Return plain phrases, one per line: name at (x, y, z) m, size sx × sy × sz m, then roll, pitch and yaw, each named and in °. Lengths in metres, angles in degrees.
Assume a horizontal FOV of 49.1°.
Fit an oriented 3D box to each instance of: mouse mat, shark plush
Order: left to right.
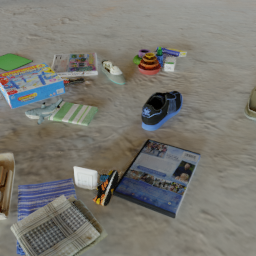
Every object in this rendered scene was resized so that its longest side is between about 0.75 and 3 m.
mouse mat at (-6.693, -3.722, 15.762) m, size 2.177 × 0.082 × 1.752 m, roll 23°, pitch 42°, yaw 26°
shark plush at (-3.185, -0.716, 10.882) m, size 1.486 × 0.619 × 0.675 m, roll -21°, pitch 41°, yaw 4°

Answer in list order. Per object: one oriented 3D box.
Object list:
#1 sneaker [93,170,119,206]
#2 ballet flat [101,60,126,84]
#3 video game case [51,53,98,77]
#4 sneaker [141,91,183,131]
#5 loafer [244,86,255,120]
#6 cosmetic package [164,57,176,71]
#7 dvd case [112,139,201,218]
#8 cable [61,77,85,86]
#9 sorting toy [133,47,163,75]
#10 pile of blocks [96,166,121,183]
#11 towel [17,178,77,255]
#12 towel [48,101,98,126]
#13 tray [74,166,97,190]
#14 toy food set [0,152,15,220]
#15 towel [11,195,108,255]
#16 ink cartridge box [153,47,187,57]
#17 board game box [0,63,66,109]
sneaker at (-0.643, 1.643, 7.935) m, size 0.486 × 0.378 × 1.080 m, roll 9°, pitch 60°, yaw 23°
ballet flat at (-0.802, -2.887, 14.097) m, size 0.713 × 0.674 × 2.117 m, roll -20°, pitch 41°, yaw -25°
video game case at (-2.870, -3.466, 15.210) m, size 2.381 × 0.310 × 2.616 m, roll -4°, pitch 35°, yaw -6°
sneaker at (1.449, -1.005, 11.152) m, size 0.983 × 1.092 × 2.804 m, roll 19°, pitch 41°, yaw 25°
loafer at (5.346, -1.128, 11.530) m, size 0.915 × 0.847 × 2.432 m, roll 11°, pitch 38°, yaw 15°
cosmetic package at (2.264, -3.441, 15.073) m, size 0.534 × 0.421 × 0.992 m, roll 5°, pitch 38°, yaw 9°
dvd case at (0.966, 1.387, 8.612) m, size 1.906 × 0.234 × 2.672 m, roll 15°, pitch 39°, yaw 21°
cable at (-2.732, -2.284, 13.567) m, size 1.269 × 0.319 × 0.616 m, roll -7°, pitch 37°, yaw -9°
sorting toy at (1.151, -3.811, 15.043) m, size 1.527 × 1.043 × 2.541 m, roll -6°, pitch 36°, yaw -8°
pile of blocks at (-0.801, 1.486, 8.403) m, size 1.234 × 0.384 × 0.507 m, roll -5°, pitch 53°, yaw 2°
towel at (-2.096, 2.196, 7.386) m, size 1.587 × 0.261 × 2.192 m, roll -6°, pitch 36°, yaw -17°
towel at (-2.210, -0.588, 11.365) m, size 1.714 × 0.201 × 1.308 m, roll 10°, pitch 37°, yaw 11°
tray at (-1.165, 1.410, 7.648) m, size 0.631 × 1.176 × 0.130 m, roll 12°, pitch 55°, yaw 1°
toy food set at (-4.242, 1.640, 7.809) m, size 1.793 × 0.755 × 2.499 m, roll -8°, pitch 37°, yaw -10°
towel at (-1.612, 2.381, 6.589) m, size 1.743 × 0.301 × 1.679 m, roll -23°, pitch 38°, yaw -34°
ink cartridge box at (2.439, -4.396, 16.126) m, size 1.479 × 0.352 × 1.497 m, roll 22°, pitch 22°, yaw 26°
board game box at (-4.377, -1.977, 12.507) m, size 2.382 × 0.666 × 2.332 m, roll -22°, pitch 42°, yaw -26°
